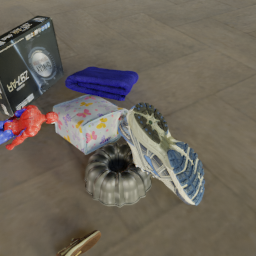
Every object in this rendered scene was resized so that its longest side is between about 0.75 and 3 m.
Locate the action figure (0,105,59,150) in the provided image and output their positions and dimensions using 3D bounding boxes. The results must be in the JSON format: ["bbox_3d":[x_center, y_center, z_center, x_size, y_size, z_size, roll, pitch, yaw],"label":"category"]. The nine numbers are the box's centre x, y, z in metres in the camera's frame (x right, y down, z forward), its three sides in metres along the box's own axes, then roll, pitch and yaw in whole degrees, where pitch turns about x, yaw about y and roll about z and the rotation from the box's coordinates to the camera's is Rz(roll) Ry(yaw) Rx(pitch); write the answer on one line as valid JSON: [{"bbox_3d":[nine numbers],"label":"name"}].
[{"bbox_3d":[-3.190,0.051,7.423,2.983,0.771,0.976,-15,60,15],"label":"action figure"}]

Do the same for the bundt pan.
[{"bbox_3d":[-0.248,1.056,7.115,1.800,0.675,1.800,1,43,-1],"label":"bundt pan"}]

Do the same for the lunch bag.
[{"bbox_3d":[-0.956,-0.217,8.063,1.816,1.154,1.540,-29,42,-35],"label":"lunch bag"}]

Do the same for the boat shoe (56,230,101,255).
[{"bbox_3d":[-1.041,2.412,5.818,1.002,0.370,0.371,-31,49,-28],"label":"boat shoe"}]

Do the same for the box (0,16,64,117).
[{"bbox_3d":[-3.397,-2.110,9.364,0.623,2.294,2.864,16,44,20],"label":"box"}]

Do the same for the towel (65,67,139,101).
[{"bbox_3d":[-0.747,-1.508,9.272,1.997,0.670,2.704,7,18,5],"label":"towel"}]

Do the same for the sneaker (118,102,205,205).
[{"bbox_3d":[0.759,0.683,6.553,2.678,1.141,1.032,54,48,-4],"label":"sneaker"}]
